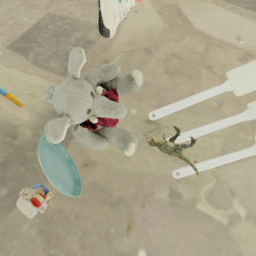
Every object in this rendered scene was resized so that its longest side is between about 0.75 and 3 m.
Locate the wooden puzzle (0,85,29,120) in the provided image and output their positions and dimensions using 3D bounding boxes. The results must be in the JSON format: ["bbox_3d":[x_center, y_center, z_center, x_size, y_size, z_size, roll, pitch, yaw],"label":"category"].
[{"bbox_3d":[-3.324,-0.966,7.256,0.286,1.422,1.537,-47,62,-4],"label":"wooden puzzle"}]

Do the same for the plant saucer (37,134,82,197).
[{"bbox_3d":[-1.451,0.808,5.883,0.202,1.477,1.477,-30,56,6],"label":"plant saucer"}]

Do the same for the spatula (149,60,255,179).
[{"bbox_3d":[1.565,-0.033,4.608,2.306,0.185,1.603,-22,87,23],"label":"spatula"}]

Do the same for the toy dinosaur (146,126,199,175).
[{"bbox_3d":[0.759,0.268,4.255,1.055,0.250,0.465,31,92,-13],"label":"toy dinosaur"}]

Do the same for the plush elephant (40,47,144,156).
[{"bbox_3d":[-0.775,-0.498,5.931,2.512,1.945,2.069,12,94,-5],"label":"plush elephant"}]

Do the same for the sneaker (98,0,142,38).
[{"bbox_3d":[-0.165,-3.811,8.142,1.310,0.986,2.802,4,64,-4],"label":"sneaker"}]

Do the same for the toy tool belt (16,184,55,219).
[{"bbox_3d":[-1.759,1.335,5.494,0.617,0.988,0.607,50,46,-7],"label":"toy tool belt"}]
